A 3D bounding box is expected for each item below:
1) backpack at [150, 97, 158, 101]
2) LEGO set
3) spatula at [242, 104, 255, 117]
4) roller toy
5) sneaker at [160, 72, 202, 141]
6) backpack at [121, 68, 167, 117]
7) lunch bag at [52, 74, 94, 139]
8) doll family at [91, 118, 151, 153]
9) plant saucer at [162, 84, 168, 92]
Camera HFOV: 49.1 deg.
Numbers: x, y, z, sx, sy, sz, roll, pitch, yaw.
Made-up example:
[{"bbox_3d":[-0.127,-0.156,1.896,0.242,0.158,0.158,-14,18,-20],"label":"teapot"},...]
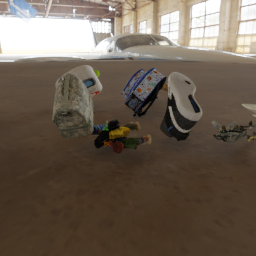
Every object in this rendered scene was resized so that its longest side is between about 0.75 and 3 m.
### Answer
[{"bbox_3d":[0.885,-1.587,12.612,0.721,0.790,0.531,-26,18,-34],"label":"backpack"},{"bbox_3d":[2.767,0.214,6.963,1.745,0.495,1.133,6,-19,-12],"label":"LEGO set"},{"bbox_3d":[4.736,-0.226,8.155,2.442,0.196,1.698,6,23,-9],"label":"spatula"},{"bbox_3d":[-1.987,-1.629,11.453,1.830,1.279,1.669,-29,1,15],"label":"roller toy"},{"bbox_3d":[1.270,-0.562,7.714,0.829,1.269,2.269,20,35,-11],"label":"sneaker"},{"bbox_3d":[0.619,-1.473,10.259,1.256,1.553,1.630,41,42,-4],"label":"backpack"},{"bbox_3d":[-1.326,-0.533,6.646,0.872,1.050,1.252,-6,52,2],"label":"lunch bag"},{"bbox_3d":[-0.445,0.175,6.865,1.164,0.790,2.013,-15,5,-36],"label":"doll family"},{"bbox_3d":[1.942,-1.765,12.826,1.050,0.186,1.050,13,21,-5],"label":"plant saucer"}]
